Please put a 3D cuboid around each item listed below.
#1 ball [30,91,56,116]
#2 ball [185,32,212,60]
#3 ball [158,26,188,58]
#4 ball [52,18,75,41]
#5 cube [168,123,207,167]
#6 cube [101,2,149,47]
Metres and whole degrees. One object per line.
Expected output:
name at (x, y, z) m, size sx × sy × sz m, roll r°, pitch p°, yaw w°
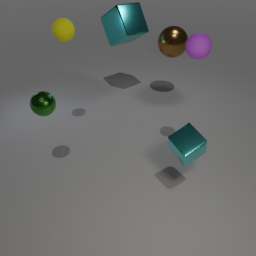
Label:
ball at (-2.357, -0.671, 7.769) m, size 0.700 × 0.700 × 0.700 m, roll 0°, pitch 32°, yaw 0°
ball at (1.895, -2.201, 7.526) m, size 0.700 × 0.700 × 0.700 m, roll 0°, pitch 32°, yaw 0°
ball at (2.058, -3.940, 12.830) m, size 1.400 × 1.400 × 1.400 m, roll 0°, pitch 32°, yaw 0°
ball at (-2.047, -3.107, 8.868) m, size 0.700 × 0.700 × 0.700 m, roll 0°, pitch 32°, yaw 0°
cube at (1.521, 0.435, 7.201) m, size 0.700 × 0.700 × 0.700 m, roll -34°, pitch 60°, yaw -8°
cube at (-0.155, -4.751, 12.888) m, size 1.400 × 1.400 × 1.400 m, roll -25°, pitch 10°, yaw -36°
